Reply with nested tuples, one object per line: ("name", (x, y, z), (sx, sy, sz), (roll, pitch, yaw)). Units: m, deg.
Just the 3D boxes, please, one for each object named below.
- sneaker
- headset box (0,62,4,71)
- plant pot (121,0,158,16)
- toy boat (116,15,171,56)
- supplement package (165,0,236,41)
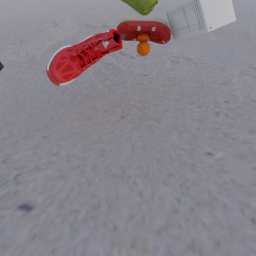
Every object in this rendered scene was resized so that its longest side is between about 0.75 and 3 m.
("sneaker", (-1.219, -2.366, 8.610), (1.572, 1.066, 2.722), (-9, 35, 48))
("headset box", (-3.687, -1.630, 7.028), (0.728, 0.836, 0.388), (-34, 10, 29))
("plant pot", (0.426, -4.696, 10.030), (1.183, 1.245, 1.245), (46, 42, -1))
("toy boat", (0.552, -3.110, 9.730), (1.897, 1.240, 1.238), (-1, -4, -7))
("supplement package", (2.286, -3.683, 9.130), (1.123, 1.167, 2.051), (-26, 18, -15))
